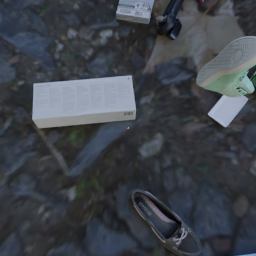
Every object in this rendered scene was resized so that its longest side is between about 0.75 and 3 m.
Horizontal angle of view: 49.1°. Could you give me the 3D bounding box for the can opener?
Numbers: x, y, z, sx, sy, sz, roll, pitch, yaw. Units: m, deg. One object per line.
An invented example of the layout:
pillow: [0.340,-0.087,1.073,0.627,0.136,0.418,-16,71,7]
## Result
can opener: [1.339,-3.511,8.538,0.593,0.736,1.872,-4,58,41]

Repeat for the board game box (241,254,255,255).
board game box: [2.830,3.783,5.409,2.554,0.714,2.501,-5,63,-2]

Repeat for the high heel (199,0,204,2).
high heel: [2.115,-4.463,8.863,0.615,0.432,1.282,8,64,-8]

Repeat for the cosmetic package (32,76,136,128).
cosmetic package: [-1.114,-0.674,7.297,2.547,0.645,1.051,-5,69,-2]

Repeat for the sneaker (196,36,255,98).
sneaker: [1.994,-0.994,4.857,0.917,1.555,0.572,19,74,-15]

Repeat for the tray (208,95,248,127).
tray: [2.683,-0.555,7.538,0.593,0.123,1.105,39,73,13]

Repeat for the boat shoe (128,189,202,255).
boat shoe: [0.795,2.136,6.236,2.047,0.583,0.684,40,74,14]

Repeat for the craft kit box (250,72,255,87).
craft kit box: [4.990,-1.539,7.723,2.356,0.571,2.327,36,70,13]

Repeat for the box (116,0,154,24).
box: [0.263,-3.930,8.773,1.041,0.275,1.335,10,70,3]
